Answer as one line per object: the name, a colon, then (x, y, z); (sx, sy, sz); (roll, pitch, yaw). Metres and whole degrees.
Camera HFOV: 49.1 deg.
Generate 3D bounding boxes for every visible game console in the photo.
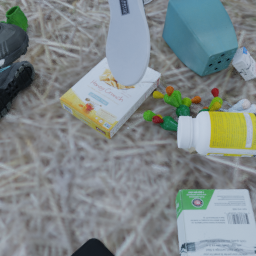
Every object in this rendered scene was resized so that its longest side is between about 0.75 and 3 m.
game console: (-0.746, 3.814, 5.700); (2.189, 1.274, 1.925); (38, 96, 21)

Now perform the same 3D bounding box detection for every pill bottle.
pill bottle: (1.994, 0.125, 6.129); (1.742, 0.969, 0.969); (2, 59, 4)

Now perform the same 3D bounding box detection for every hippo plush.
hippo plush: (3.042, -0.238, 7.778); (1.123, 0.895, 0.903); (27, 61, 15)

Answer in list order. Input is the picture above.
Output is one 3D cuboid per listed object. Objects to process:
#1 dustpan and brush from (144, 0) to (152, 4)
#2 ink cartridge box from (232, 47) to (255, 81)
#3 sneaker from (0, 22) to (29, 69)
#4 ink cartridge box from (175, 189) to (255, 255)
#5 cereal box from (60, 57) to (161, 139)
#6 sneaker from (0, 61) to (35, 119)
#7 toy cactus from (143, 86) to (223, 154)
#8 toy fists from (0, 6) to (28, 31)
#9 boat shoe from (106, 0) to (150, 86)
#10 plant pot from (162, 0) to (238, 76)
dustpan and brush: (0.836, -5.624, 11.319); (2.339, 0.669, 1.632); (-10, 69, 1)
ink cartridge box: (3.716, -2.030, 8.895); (0.867, 0.366, 0.633); (36, 56, -30)
sneaker: (-2.844, -1.434, 4.055); (2.648, 1.198, 0.880); (2, 59, 4)
ink cartridge box: (1.932, 2.505, 6.086); (1.585, 0.898, 2.162); (1, 59, 0)
cereal box: (-0.480, -1.138, 8.535); (1.889, 0.519, 2.626); (32, 64, 18)
sneaker: (-3.916, -1.093, 8.407); (1.024, 0.974, 2.583); (16, 51, 23)
toy cactus: (1.690, -0.281, 7.807); (2.353, 1.203, 1.941); (-8, 68, -15)
toy fists: (-4.113, -3.483, 9.822); (0.558, 0.827, 1.622); (8, 57, 25)
boat shoe: (0.038, -2.301, 6.154); (0.959, 0.791, 2.794); (-4, 91, 17)
plant pot: (2.406, -2.959, 9.081); (1.605, 1.606, 2.272); (-19, 64, -11)
